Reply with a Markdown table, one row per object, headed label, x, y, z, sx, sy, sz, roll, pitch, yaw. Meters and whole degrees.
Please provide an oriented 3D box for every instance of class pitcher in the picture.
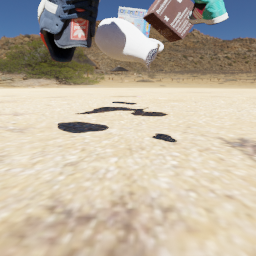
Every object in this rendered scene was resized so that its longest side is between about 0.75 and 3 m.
| label | x | y | z | sx | sy | sz | roll | pitch | yaw |
| --- | --- | --- | --- | --- | --- | --- | --- | --- | --- |
| pitcher | 0.115 | -2.968 | 9.706 | 2.146 | 1.301 | 1.841 | 26 | 35 | 7 |

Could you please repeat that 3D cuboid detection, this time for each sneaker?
| label | x | y | z | sx | sy | sz | roll | pitch | yaw |
| --- | --- | --- | --- | --- | --- | --- | --- | --- | --- |
| sneaker | -0.798 | -2.010 | 4.493 | 1.053 | 1.187 | 2.808 | -5 | -14 | -24 |
| sneaker | 0.987 | -1.676 | 3.742 | 0.357 | 0.516 | 0.854 | -26 | 25 | -5 |

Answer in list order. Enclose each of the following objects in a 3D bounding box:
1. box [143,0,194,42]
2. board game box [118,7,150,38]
| label | x | y | z | sx | sy | sz | roll | pitch | yaw |
| --- | --- | --- | --- | --- | --- | --- | --- | --- | --- |
| box | 1.134 | -2.927 | 7.282 | 1.059 | 0.879 | 0.870 | 35 | 2 | -18 |
| board game box | 0.203 | -4.219 | 11.807 | 1.542 | 1.510 | 0.431 | 27 | 28 | 37 |
